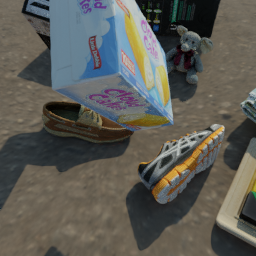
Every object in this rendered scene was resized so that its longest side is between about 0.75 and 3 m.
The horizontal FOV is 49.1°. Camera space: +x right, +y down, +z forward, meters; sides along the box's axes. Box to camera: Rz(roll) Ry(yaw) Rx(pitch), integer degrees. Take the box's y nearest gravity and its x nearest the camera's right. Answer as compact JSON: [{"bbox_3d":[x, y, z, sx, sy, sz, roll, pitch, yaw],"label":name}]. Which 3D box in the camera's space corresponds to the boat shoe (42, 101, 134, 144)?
[{"bbox_3d":[-1.039,-0.220,7.201,2.462,0.909,0.931,2,51,2],"label":"boat shoe"}]

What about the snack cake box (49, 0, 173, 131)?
[{"bbox_3d":[-0.068,-0.959,4.344,0.889,2.645,1.521,-9,76,20],"label":"snack cake box"}]

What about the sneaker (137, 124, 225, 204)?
[{"bbox_3d":[1.312,0.594,6.532,2.564,1.003,0.990,-33,48,-26],"label":"sneaker"}]

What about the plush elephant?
[{"bbox_3d":[1.856,-2.387,8.755,1.351,1.270,1.640,25,55,19],"label":"plush elephant"}]

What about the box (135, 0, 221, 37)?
[{"bbox_3d":[1.674,-4.799,10.351,2.999,1.864,2.227,4,51,3],"label":"box"}]

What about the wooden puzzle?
[{"bbox_3d":[3.563,1.563,5.992,2.553,0.514,2.760,26,55,20],"label":"wooden puzzle"}]

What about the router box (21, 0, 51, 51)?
[{"bbox_3d":[-1.332,-2.892,6.219,0.729,2.853,2.128,17,89,-5],"label":"router box"}]

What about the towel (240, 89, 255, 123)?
[{"bbox_3d":[4.688,-0.408,7.366,2.928,0.705,2.506,-27,58,-31],"label":"towel"}]
